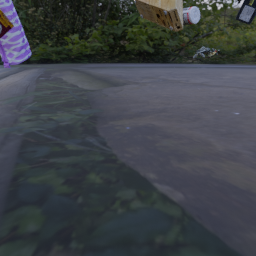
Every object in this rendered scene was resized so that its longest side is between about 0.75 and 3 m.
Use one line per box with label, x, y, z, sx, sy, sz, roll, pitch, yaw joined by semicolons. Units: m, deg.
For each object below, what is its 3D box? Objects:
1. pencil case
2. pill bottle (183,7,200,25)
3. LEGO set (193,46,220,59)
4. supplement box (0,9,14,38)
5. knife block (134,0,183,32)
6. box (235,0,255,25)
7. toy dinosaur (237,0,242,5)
pencil case;-3.591;-2.950;8.017;0.962;2.292;0.980;8;47;21
pill bottle;2.118;-4.201;10.591;0.605;0.605;1.093;-12;19;-38
LEGO set;2.107;-2.090;7.575;0.616;0.269;0.949;-29;20;-23
supplement box;-2.896;-1.832;5.244;1.274;0.546;0.703;-44;-4;-5
knife block;0.766;-2.433;4.951;1.217;0.444;1.386;-45;50;-5
box;2.496;-2.661;5.194;0.325;1.273;1.004;28;38;12
toy dinosaur;2.806;-3.671;7.115;0.870;0.469;1.975;24;-3;-22
